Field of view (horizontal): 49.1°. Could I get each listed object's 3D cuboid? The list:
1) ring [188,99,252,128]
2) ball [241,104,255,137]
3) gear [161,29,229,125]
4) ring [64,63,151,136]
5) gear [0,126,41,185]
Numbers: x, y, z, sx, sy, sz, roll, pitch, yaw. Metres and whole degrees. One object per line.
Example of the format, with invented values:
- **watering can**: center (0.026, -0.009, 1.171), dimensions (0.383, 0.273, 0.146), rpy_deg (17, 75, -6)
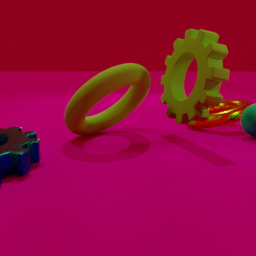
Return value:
- **ring**: center (2.333, -0.390, 7.326), dimensions (1.713, 0.343, 1.713), rpy_deg (-15, 12, 3)
- **ball**: center (2.823, -0.164, 6.037), dimensions (0.736, 0.736, 0.736), rpy_deg (0, 12, 0)
- **gear**: center (1.296, -1.040, 5.835), dimensions (0.352, 1.905, 1.905), rpy_deg (5, 10, -22)
- **ring**: center (-0.399, -0.554, 5.957), dimensions (2.071, 0.414, 2.071), rpy_deg (-32, -17, -11)
- **gear**: center (-2.352, 0.382, 4.315), dimensions (1.883, 0.348, 1.883), rpy_deg (1, 16, 0)
